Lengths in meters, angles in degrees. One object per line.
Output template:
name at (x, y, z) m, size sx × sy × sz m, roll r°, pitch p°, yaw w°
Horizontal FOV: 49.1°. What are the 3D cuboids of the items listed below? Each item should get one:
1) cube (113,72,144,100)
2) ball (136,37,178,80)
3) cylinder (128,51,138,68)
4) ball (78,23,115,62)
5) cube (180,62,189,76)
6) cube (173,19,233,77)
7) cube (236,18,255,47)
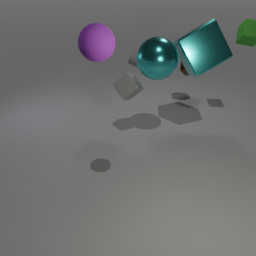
cube at (0.012, -1.487, 10.054) m, size 0.700 × 0.700 × 0.700 m, roll 56°, pitch 21°, yaw 8°
ball at (0.966, -2.299, 9.304) m, size 1.400 × 1.400 × 1.400 m, roll 0°, pitch 28°, yaw 0°
cylinder at (0.475, -3.621, 14.895) m, size 0.700 × 0.700 × 0.700 m, roll 28°, pitch 34°, yaw 9°
ball at (-0.588, -1.599, 5.261) m, size 0.700 × 0.700 × 0.700 m, roll 0°, pitch 28°, yaw 0°
cube at (2.884, -2.881, 12.938) m, size 0.700 × 0.700 × 0.700 m, roll 2°, pitch -10°, yaw 33°
cube at (2.580, -2.795, 9.928) m, size 1.400 × 1.400 × 1.400 m, roll -30°, pitch 12°, yaw 8°
cube at (4.586, -3.587, 10.562) m, size 0.700 × 0.700 × 0.700 m, roll 11°, pitch -8°, yaw 0°
